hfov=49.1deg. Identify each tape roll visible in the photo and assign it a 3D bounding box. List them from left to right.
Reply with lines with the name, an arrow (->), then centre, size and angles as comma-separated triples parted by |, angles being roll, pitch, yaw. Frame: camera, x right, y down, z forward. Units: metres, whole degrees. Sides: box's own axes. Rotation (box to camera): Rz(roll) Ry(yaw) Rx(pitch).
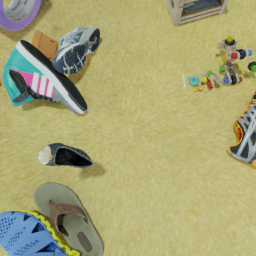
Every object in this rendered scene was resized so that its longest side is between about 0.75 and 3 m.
tape roll -> -3.784, -4.268, 8.969 | 0.878, 2.067, 2.067 | 31, 73, 11

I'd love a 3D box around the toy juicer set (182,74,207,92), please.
toy juicer set -> 2.091, -1.417, 8.962 | 0.807, 0.220, 0.513 | 12, 87, 21

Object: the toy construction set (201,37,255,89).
toy construction set -> 3.056, -2.090, 8.862 | 1.599, 1.334, 1.229 | -29, 52, 13

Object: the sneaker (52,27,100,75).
sneaker -> -1.786, -2.482, 8.862 | 0.995, 0.895, 2.306 | 17, 46, 16

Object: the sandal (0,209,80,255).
sandal -> -2.200, 3.006, 6.667 | 2.895, 1.260, 1.150 | 30, 100, 14

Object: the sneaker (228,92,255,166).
sneaker -> 3.637, -0.210, 8.123 | 0.998, 1.011, 2.583 | 14, 69, 15

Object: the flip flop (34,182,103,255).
flip flop -> -1.557, 2.420, 7.282 | 0.996, 0.707, 2.457 | -36, 75, -10

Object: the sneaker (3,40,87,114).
sneaker -> -2.644, -1.070, 8.361 | 1.620, 1.122, 2.684 | -41, 102, 15

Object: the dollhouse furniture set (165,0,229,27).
dollhouse furniture set -> 2.069, -5.315, 9.443 | 1.896, 1.885, 2.690 | -18, 71, -6

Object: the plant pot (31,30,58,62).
plant pot -> -2.669, -2.496, 8.967 | 0.733, 1.047, 1.047 | 13, 70, -14

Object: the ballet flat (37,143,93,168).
ballet flat -> -1.339, 0.629, 6.189 | 0.442, 1.555, 0.517 | 18, 92, 31
